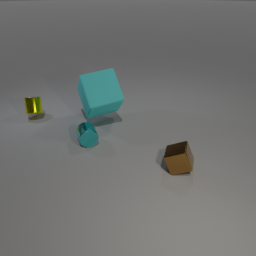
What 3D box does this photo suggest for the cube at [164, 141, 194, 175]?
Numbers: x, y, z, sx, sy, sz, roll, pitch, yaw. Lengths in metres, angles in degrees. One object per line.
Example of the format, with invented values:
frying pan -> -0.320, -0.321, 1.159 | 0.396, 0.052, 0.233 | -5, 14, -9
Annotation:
cube -> 1.582, 0.924, 8.640 | 0.700, 0.700, 0.700 | -16, 23, 23

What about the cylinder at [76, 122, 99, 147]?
cylinder -> -1.477, 0.235, 10.159 | 0.700, 0.700, 0.700 | -9, 29, -16

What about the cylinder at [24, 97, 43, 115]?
cylinder -> -4.032, -0.950, 11.939 | 0.700, 0.700, 0.700 | -5, 4, 0

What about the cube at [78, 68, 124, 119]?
cube -> -1.133, -1.364, 11.289 | 1.400, 1.400, 1.400 | -16, -10, -17
